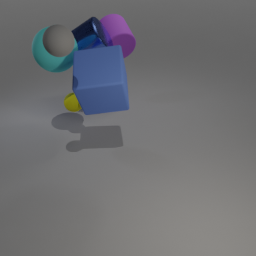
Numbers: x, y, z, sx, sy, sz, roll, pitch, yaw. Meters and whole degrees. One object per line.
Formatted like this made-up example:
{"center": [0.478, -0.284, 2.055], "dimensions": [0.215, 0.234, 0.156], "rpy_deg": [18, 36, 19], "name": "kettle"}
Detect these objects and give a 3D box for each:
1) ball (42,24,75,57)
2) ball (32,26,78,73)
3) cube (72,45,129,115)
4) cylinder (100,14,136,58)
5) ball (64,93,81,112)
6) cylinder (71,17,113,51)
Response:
{"center": [-1.549, -1.945, 6.266], "dimensions": [0.700, 0.700, 0.700], "rpy_deg": [0, 30, 0], "name": "ball"}
{"center": [-2.272, -2.447, 8.760], "dimensions": [1.400, 1.400, 1.400], "rpy_deg": [0, 30, 0], "name": "ball"}
{"center": [-0.768, -1.385, 8.319], "dimensions": [1.400, 1.400, 1.400], "rpy_deg": [-7, 61, 4], "name": "cube"}
{"center": [-0.539, -3.959, 12.205], "dimensions": [1.400, 1.400, 1.400], "rpy_deg": [-12, 58, -19], "name": "cylinder"}
{"center": [-1.961, -0.925, 10.103], "dimensions": [0.700, 0.700, 0.700], "rpy_deg": [0, 30, 0], "name": "ball"}
{"center": [-1.483, -3.176, 10.510], "dimensions": [1.400, 1.400, 1.400], "rpy_deg": [-26, 24, 20], "name": "cylinder"}
